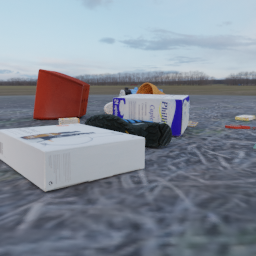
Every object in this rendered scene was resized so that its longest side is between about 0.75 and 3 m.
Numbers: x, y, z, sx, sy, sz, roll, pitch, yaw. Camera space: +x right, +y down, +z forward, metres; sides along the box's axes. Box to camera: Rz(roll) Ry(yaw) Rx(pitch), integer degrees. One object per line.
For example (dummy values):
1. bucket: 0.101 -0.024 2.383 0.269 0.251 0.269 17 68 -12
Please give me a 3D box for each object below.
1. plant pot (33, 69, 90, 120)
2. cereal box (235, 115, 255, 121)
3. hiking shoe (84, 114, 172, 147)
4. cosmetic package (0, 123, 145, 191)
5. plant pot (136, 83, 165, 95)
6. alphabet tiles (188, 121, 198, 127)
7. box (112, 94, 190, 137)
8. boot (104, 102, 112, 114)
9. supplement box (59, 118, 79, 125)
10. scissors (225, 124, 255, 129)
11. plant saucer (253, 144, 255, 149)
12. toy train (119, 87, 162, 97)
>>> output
1. plant pot: -3.291 -1.611 14.596 2.177 2.468 2.471 10 9 3
2. cereal box: 5.881 -0.516 14.032 0.650 0.179 0.903 8 12 44
3. hiking shoe: -0.009 0.152 7.982 2.439 0.907 1.057 9 0 1
4. cosmetic package: -1.354 0.436 6.101 2.145 0.735 2.845 -4 9 -39
5. plant pot: 1.279 -1.323 14.692 1.284 1.835 1.835 13 1 -30
6. alphabet tiles: 2.238 -0.200 12.371 1.557 0.059 1.871 3 9 20
7. box: 0.946 -0.562 10.489 2.466 1.294 2.268 3 11 17
8. boot: -0.595 -1.327 16.611 2.187 0.795 0.988 -11 22 -30
9. supplement box: -2.544 -0.272 12.074 0.787 0.289 0.496 -5 9 -26
10. scissors: 4.795 0.007 10.954 1.881 0.131 0.688 8 9 37
11. plant saucer: 4.026 0.432 8.046 0.520 0.141 1.488 6 11 36
12. toy train: 0.652 -1.514 15.875 2.776 1.586 1.203 -3 9 -21
